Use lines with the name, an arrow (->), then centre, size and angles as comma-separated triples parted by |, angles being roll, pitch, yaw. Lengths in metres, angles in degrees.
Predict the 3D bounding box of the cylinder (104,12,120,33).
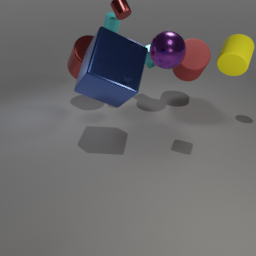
cylinder -> -0.745, -4.895, 13.044 | 0.700, 0.700, 0.700 | 9, 46, -9

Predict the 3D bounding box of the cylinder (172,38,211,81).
cylinder -> 2.675, -2.881, 12.025 | 1.400, 1.400, 1.400 | 1, -9, 1

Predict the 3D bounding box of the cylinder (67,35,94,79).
cylinder -> -1.644, -2.786, 11.397 | 1.400, 1.400, 1.400 | -16, -9, -27

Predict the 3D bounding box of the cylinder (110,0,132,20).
cylinder -> -0.300, -5.127, 11.993 | 0.700, 0.700, 0.700 | -26, -3, -1

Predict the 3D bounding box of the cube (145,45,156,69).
cube -> 1.065, -3.065, 11.809 | 0.700, 0.700, 0.700 | -27, 76, -23

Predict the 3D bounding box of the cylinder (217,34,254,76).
cylinder -> 2.527, -1.712, 6.590 | 0.700, 0.700, 0.700 | 15, 59, 24

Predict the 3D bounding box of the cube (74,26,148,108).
cube -> -0.484, -1.576, 7.631 | 1.400, 1.400, 1.400 | 19, -19, -19

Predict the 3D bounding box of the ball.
ball -> 1.507, -2.956, 10.666 | 1.400, 1.400, 1.400 | 0, 29, 0
